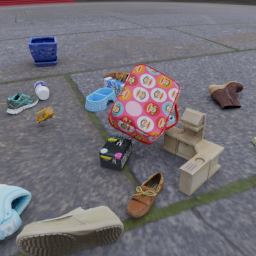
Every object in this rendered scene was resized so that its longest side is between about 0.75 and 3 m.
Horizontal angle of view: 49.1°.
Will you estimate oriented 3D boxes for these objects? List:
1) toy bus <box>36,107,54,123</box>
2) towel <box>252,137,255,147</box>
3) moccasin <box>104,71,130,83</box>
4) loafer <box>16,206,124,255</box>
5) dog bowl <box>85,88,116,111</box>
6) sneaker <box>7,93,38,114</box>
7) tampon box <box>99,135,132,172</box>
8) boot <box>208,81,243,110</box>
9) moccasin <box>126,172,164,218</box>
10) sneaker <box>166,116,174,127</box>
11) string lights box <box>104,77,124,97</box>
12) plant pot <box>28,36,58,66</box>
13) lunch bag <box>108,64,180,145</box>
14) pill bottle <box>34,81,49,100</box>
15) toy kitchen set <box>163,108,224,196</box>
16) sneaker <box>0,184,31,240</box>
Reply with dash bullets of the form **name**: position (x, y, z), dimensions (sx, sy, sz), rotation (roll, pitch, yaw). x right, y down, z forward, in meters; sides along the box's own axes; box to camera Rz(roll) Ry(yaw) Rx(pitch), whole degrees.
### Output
- **toy bus**: position (-3.492, -0.523, 11.657), dimensions (0.357, 0.430, 1.098), rotation (-25, 6, -41)
- **towel**: position (5.311, 0.730, 10.484), dimensions (0.944, 0.232, 1.273), rotation (0, 31, -2)
- **moccasin**: position (-0.219, -2.652, 15.567), dimensions (2.263, 0.828, 0.873), rotation (6, 22, -8)
- **loafer**: position (-1.410, 2.524, 6.960), dimensions (2.533, 0.958, 0.865), rotation (-1, 29, -19)
- **dog bowl**: position (-1.333, -1.456, 13.829), dimensions (1.088, 0.484, 1.952), rotation (16, 34, 24)
- **sneaker**: position (-4.985, -1.337, 13.305), dimensions (0.696, 0.818, 1.794), rotation (15, 34, 23)
- **tampon box**: position (-0.409, 0.858, 9.777), dimensions (0.808, 0.681, 1.079), rotation (9, 36, 18)
- **boot**: position (5.189, -1.543, 14.005), dimensions (2.101, 0.760, 1.748), rotation (-5, 45, -16)
- **moccasin**: position (0.546, 1.906, 8.126), dimensions (0.641, 0.677, 1.753), rotation (23, 38, 32)
- **sneaker**: position (1.591, -0.235, 11.868), dimensions (0.393, 0.436, 1.064), rotation (22, 37, 33)
- **string lights box**: position (-0.617, -2.092, 14.611), dimensions (1.440, 0.740, 0.424), rotation (27, 40, 36)
- **plant pot**: position (-5.567, -5.094, 18.712), dimensions (1.773, 1.595, 1.774), rotation (-7, 32, -10)
- **lunch bag**: position (0.769, -0.813, 10.038), dimensions (2.317, 1.078, 2.631), rotation (27, 65, 2)
- **pill bottle**: position (-4.427, -1.923, 14.413), dimensions (0.666, 0.666, 1.151), rotation (-12, 34, -19)
- **toy kitchen set**: position (1.751, 0.575, 9.234), dimensions (2.176, 1.775, 1.963), rotation (26, 40, 37)
- **sneaker**: position (-3.354, 2.415, 6.926), dimensions (1.181, 1.066, 2.883), rotation (0, 32, 9)
